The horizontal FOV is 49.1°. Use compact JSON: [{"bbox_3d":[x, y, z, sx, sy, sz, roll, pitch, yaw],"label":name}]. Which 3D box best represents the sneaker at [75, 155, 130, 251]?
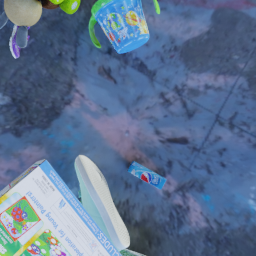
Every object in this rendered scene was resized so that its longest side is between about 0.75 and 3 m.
[{"bbox_3d":[-1.287,2.270,7.844,1.680,1.048,2.848,-31,70,13],"label":"sneaker"}]

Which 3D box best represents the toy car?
[{"bbox_3d":[-3.019,-3.701,8.569,1.915,1.839,2.331,39,101,7],"label":"toy car"}]

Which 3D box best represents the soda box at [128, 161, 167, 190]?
[{"bbox_3d":[0.549,1.394,8.277,1.116,0.379,0.358,28,82,4],"label":"soda box"}]

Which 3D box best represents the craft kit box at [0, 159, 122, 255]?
[{"bbox_3d":[-1.712,2.450,4.873,2.703,0.664,2.736,-43,106,-37],"label":"craft kit box"}]

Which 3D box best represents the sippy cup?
[{"bbox_3d":[-0.110,-3.147,8.481,1.591,2.026,1.485,-26,93,-32],"label":"sippy cup"}]

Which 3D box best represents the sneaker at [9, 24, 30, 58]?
[{"bbox_3d":[-3.415,-2.804,8.886,0.509,0.492,1.220,9,81,-4],"label":"sneaker"}]

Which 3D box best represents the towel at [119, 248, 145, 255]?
[{"bbox_3d":[-0.198,4.336,6.668,2.144,0.441,2.873,8,43,28],"label":"towel"}]
